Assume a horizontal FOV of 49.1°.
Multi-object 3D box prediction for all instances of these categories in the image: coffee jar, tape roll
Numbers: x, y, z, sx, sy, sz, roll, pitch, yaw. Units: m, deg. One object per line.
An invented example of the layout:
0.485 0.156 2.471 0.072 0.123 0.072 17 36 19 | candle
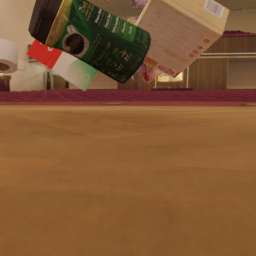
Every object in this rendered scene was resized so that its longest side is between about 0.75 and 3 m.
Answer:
-0.952 -2.346 7.015 2.847 1.215 1.484 24 -36 -20 | coffee jar
-3.730 -2.085 8.232 0.950 0.652 0.950 -5 -17 -1 | tape roll

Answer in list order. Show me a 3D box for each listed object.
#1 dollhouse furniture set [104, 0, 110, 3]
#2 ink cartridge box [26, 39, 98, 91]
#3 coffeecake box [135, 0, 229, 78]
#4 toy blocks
-0.118 -2.647 3.887 0.896 1.612 1.426 20 23 -50 | dollhouse furniture set
-2.110 -2.852 10.437 2.508 2.018 0.628 29 7 -37 | ink cartridge box
1.397 -3.136 9.205 2.249 1.070 2.930 25 -22 -11 | coffeecake box
0.314 -3.426 11.219 2.391 2.655 2.841 -32 -16 -28 | toy blocks
